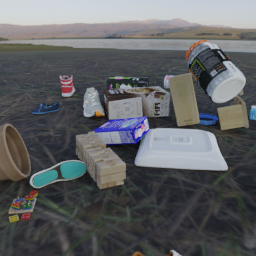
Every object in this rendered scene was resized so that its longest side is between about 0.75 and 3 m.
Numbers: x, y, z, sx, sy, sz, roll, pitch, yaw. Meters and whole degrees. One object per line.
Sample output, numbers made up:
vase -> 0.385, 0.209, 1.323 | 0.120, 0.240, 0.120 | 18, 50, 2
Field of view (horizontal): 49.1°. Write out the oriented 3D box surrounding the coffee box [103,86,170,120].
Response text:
coffee box -> 0.347, -1.227, 13.304 | 2.869, 1.145, 1.622 | -4, 21, -12

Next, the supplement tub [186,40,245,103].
supplement tub -> 2.836, -1.943, 9.385 | 1.261, 1.261, 2.058 | -9, 53, -22

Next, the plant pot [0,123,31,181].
plant pot -> -3.607, 0.817, 7.564 | 1.376, 1.578, 1.578 | -19, 22, -4

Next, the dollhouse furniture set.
dollhouse furniture set -> 3.442, -1.305, 12.190 | 2.726, 2.593, 2.221 | -10, 12, 16

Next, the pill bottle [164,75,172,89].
pill bottle -> 3.243, -2.939, 18.310 | 1.640, 0.892, 0.892 | 9, 22, 23

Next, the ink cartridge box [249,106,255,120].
ink cartridge box -> 6.282, -0.616, 12.626 | 1.404, 0.468, 0.813 | 10, 23, 25

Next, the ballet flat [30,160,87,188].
ballet flat -> -1.929, 1.226, 7.708 | 1.575, 0.547, 0.547 | -14, 25, -32

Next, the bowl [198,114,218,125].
bowl -> 3.418, -0.384, 12.390 | 1.044, 0.205, 1.044 | 0, 21, 0

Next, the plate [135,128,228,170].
plate -> 1.730, 0.558, 9.476 | 2.770, 0.448, 2.764 | 2, 21, 8

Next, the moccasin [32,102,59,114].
moccasin -> -4.068, -1.021, 13.741 | 1.346, 0.459, 0.541 | -16, 26, -38

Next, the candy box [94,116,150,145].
candy box -> -0.221, 0.102, 10.078 | 1.587, 0.611, 1.342 | -3, 18, 28

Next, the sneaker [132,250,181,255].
sneaker -> 0.945, 2.342, 4.065 | 2.065, 0.874, 0.752 | 6, 19, 13

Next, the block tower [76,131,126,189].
block tower -> -0.911, 0.873, 8.264 | 0.748, 0.698, 2.586 | -7, 21, -22

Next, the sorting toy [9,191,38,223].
sorting toy -> -2.477, 1.780, 6.559 | 0.524, 0.184, 1.087 | -3, 21, -6

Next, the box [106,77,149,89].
box -> -0.002, -1.967, 15.029 | 2.173, 1.351, 1.614 | 3, 20, 5

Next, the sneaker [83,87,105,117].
sneaker -> -1.739, -1.286, 13.455 | 0.954, 1.159, 2.520 | -7, 22, -16

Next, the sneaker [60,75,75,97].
sneaker -> -3.731, -2.752, 17.302 | 0.783, 1.237, 2.199 | -3, 20, -8
